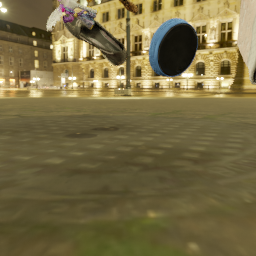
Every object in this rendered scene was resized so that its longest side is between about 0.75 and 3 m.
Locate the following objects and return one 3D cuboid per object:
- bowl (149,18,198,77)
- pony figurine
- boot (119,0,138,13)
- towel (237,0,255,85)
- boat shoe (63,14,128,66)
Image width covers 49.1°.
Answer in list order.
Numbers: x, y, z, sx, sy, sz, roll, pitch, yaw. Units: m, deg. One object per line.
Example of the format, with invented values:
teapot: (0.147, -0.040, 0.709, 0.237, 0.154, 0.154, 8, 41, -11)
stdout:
bowl: (1.559, -2.610, 9.333, 1.943, 1.943, 0.381, -5, 29, -35)
pony figurine: (-1.522, -3.189, 7.283, 1.473, 1.422, 1.226, 18, -40, -33)
boot: (-0.016, -4.773, 10.773, 0.961, 0.354, 0.363, 34, 16, -20)
towel: (2.829, -2.736, 5.906, 0.467, 2.898, 2.768, 4, 37, 10)
boat shoe: (-1.079, -3.151, 9.338, 2.698, 0.902, 0.769, 40, -16, 6)
